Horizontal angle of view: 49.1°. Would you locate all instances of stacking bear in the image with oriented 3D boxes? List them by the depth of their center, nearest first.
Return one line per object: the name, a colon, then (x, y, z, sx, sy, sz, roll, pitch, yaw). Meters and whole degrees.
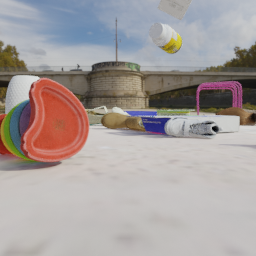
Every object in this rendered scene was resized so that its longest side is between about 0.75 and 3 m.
stacking bear: (-1.024, 0.026, 2.877, 1.184, 0.719, 0.674, -8, -19, 41)

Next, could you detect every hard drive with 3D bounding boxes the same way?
hard drive: (1.279, -3.353, 7.012, 0.723, 1.097, 0.144, 26, 46, -2)

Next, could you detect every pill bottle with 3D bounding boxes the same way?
pill bottle: (1.493, -3.587, 11.170, 0.869, 0.869, 1.552, 2, -5, 36)

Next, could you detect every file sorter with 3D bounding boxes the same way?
file sorter: (4.390, -1.217, 13.764, 2.050, 1.850, 2.949, 0, 3, 13)

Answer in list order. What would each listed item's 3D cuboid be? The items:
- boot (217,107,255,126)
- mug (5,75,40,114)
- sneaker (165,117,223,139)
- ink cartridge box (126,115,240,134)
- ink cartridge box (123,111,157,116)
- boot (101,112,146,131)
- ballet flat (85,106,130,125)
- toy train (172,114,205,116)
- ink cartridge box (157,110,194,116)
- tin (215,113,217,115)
boot: (4.365, -0.388, 10.599, 1.894, 0.665, 1.384, 4, 0, 19)
mug: (-4.014, -1.064, 11.092, 1.552, 1.843, 2.103, -1, 3, -21)
sneaker: (1.237, -0.006, 5.227, 1.031, 0.387, 0.592, 3, -1, -20)
ink cartridge box: (1.303, -0.101, 6.536, 2.487, 0.461, 1.178, 1, 3, -30)
ink cartridge box: (0.305, -0.460, 12.039, 1.443, 0.569, 2.902, 0, 4, -15)
boot: (0.059, -0.172, 7.552, 1.273, 0.481, 1.454, -1, 4, -21)
ballet flat: (-0.667, -0.425, 9.939, 2.121, 0.737, 0.737, 1, 3, 19)
toy train: (2.251, -0.296, 10.309, 1.425, 0.402, 0.297, 1, 4, 30)
ink cartridge box: (2.182, -0.591, 13.797, 1.783, 0.587, 2.450, 0, 3, 1)
tin: (6.426, -0.731, 17.569, 1.388, 0.519, 2.479, 9, 9, 44)
